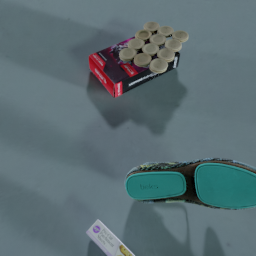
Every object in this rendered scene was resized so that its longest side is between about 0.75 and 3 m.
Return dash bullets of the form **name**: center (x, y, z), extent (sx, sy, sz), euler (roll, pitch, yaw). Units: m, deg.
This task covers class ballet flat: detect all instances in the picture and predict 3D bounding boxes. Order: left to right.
- **ballet flat**: center (1.389, 1.074, 5.857), extent (2.904, 1.078, 1.078), euler (1, 53, 19)

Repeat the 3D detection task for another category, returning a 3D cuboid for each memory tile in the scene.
- **memory tile**: center (0.791, -2.468, 8.402), extent (1.545, 0.169, 2.016), euler (24, 59, 19)

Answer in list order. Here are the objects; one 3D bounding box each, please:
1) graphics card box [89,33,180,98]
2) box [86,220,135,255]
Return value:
- **graphics card box**: center (0.198, -2.049, 8.640), extent (2.430, 0.618, 1.524), euler (-27, 58, -19)
- **box**: center (-0.055, 2.561, 5.452), extent (1.825, 0.353, 0.378), euler (39, 73, 23)
